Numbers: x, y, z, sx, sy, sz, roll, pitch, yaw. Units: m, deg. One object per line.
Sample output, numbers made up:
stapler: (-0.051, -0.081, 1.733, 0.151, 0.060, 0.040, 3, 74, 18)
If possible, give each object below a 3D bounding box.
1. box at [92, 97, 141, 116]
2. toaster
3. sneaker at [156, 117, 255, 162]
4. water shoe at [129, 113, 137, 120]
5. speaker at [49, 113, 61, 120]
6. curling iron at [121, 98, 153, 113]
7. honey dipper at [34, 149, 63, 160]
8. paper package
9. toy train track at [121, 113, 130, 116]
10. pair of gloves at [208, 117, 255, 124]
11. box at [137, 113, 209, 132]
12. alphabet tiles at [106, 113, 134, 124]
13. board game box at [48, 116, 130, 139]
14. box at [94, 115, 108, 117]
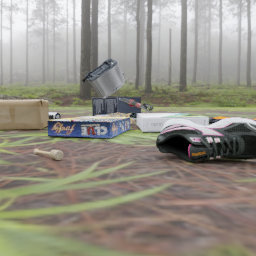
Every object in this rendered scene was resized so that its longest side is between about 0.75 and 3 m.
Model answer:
box: (-0.740, -1.423, 18.838, 2.285, 1.306, 2.509, 2, 6, 39)
toaster: (-1.001, -2.102, 12.240, 1.791, 1.157, 1.018, -38, 33, -10)
sneaker: (1.323, 0.304, 4.634, 1.876, 0.753, 0.810, -1, 21, 31)
water shoe: (0.399, -0.655, 15.510, 0.369, 0.407, 1.031, 3, 6, 28)
speaker: (-4.111, -0.615, 14.999, 1.053, 0.427, 0.427, 4, 7, 34)
curling iron: (0.257, -0.941, 11.209, 0.585, 0.301, 2.358, 24, 0, -31)
honey dipper: (-1.465, 0.447, 5.032, 0.167, 0.167, 0.880, -5, 6, -45)
paper package: (-4.172, -0.537, 10.609, 2.092, 1.082, 1.994, -2, 6, -8)
toy train track: (-0.227, -0.617, 16.291, 0.871, 0.247, 1.518, 11, 16, 31)
pair of gloves: (4.964, -0.292, 11.971, 2.598, 0.361, 2.916, 0, 6, -3)
box: (1.473, -0.244, 10.364, 2.150, 0.541, 2.979, -1, 6, -2)
alphabet tiles: (-0.372, -0.400, 12.210, 1.050, 0.040, 1.262, -10, 29, -28)
board game box: (-1.072, -0.074, 8.902, 1.839, 0.470, 2.715, 1, 5, 12)
box: (-0.937, -0.425, 13.309, 1.209, 0.352, 1.766, -1, 5, -11)
